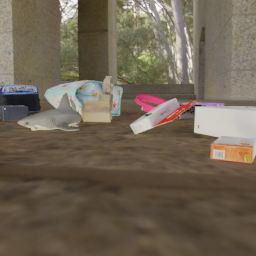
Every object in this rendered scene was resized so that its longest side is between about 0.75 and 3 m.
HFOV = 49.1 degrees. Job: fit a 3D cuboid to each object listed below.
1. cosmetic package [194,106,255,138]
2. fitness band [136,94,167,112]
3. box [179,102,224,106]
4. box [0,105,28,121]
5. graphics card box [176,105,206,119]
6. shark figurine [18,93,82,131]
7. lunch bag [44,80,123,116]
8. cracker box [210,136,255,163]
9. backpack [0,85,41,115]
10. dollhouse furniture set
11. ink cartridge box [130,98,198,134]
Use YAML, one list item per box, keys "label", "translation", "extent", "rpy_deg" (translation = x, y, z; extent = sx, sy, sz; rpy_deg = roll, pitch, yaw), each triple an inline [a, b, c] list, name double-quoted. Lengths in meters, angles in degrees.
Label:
- label: "cosmetic package"
  translation: [2.996, -0.074, 5.705]
  extent: [2.013, 0.690, 2.670]
  rpy_deg: [-4, 8, -27]
- label: "fitness band"
  translation: [1.216, -0.984, 12.247]
  extent: [1.844, 0.345, 1.324]
  rpy_deg: [20, 27, 6]
- label: "box"
  translation: [3.810, -1.144, 15.445]
  extent: [2.499, 0.489, 1.710]
  rpy_deg: [-5, 8, -33]
- label: "box"
  translation: [-4.322, -0.573, 10.595]
  extent: [0.897, 0.553, 0.890]
  rpy_deg: [-4, 8, -31]
- label: "graphics card box"
  translation: [2.567, -0.668, 11.432]
  extent: [1.607, 0.409, 1.008]
  rpy_deg: [-3, 17, -12]
- label: "shark figurine"
  translation: [-1.839, -0.525, 8.413]
  extent: [1.542, 1.077, 2.581]
  rpy_deg: [4, 10, 18]
- label: "lunch bag"
  translation: [-1.923, -1.279, 12.109]
  extent: [2.269, 1.624, 2.664]
  rpy_deg: [8, 5, 43]
- label: "cracker box"
  translation: [1.732, 0.329, 4.527]
  extent: [0.600, 0.258, 0.896]
  rpy_deg: [4, 9, 29]
- label: "backpack"
  translation: [-4.938, -1.134, 11.999]
  extent: [1.840, 1.356, 2.015]
  rpy_deg: [-7, 9, -40]
- label: "dollhouse furniture set"
  translation: [-1.070, -1.272, 10.053]
  extent: [0.992, 2.032, 1.733]
  rpy_deg: [1, -32, 0]
- label: "ink cartridge box"
  translation: [0.908, -0.391, 6.990]
  extent: [1.225, 0.307, 1.412]
  rpy_deg: [-23, 8, 46]
